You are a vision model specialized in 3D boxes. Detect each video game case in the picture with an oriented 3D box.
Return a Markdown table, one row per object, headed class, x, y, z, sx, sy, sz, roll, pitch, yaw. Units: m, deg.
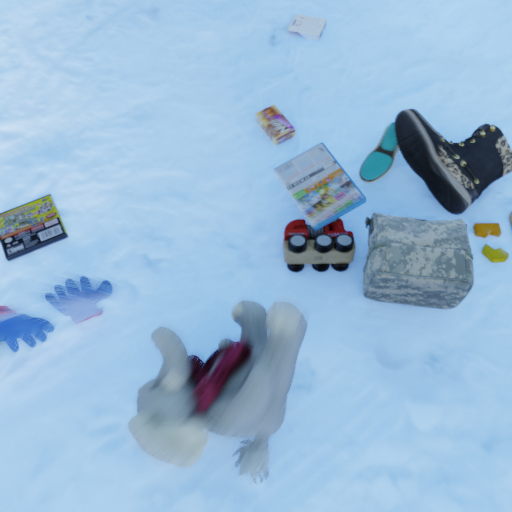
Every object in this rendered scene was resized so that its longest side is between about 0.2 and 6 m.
| class | x | y | z | sx | sy | sz | roll | pitch | yaw |
| --- | --- | --- | --- | --- | --- | --- | --- | --- | --- |
| video game case | 1.281 | -1.450 | 11.484 | 1.218 | 0.152 | 1.702 | -29 | 62 | -5 |
| video game case | -4.768 | -0.614 | 11.815 | 1.297 | 0.165 | 1.172 | -24 | 63 | -13 |

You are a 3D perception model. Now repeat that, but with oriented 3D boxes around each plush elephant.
| class | x | y | z | sx | sy | sz | roll | pitch | yaw |
| --- | --- | --- | --- | --- | --- | --- | --- | --- | --- |
| plush elephant | -0.823 | 2.043 | 8.841 | 2.350 | 2.499 | 3.035 | 6 | 92 | -17 |

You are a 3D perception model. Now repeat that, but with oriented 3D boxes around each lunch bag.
| class | x | y | z | sx | sy | sz | roll | pitch | yaw |
| --- | --- | --- | --- | --- | --- | --- | --- | --- | --- |
| lunch bag | 3.083 | -0.013 | 10.736 | 1.999 | 1.393 | 1.677 | 6 | 63 | 4 |

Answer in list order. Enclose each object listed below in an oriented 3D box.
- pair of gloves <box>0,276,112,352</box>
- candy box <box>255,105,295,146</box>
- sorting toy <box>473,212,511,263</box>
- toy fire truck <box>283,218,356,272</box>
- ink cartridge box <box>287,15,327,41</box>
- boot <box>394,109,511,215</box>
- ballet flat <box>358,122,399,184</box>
| class | x | y | z | sx | sy | sz | roll | pitch | yaw |
| --- | --- | --- | --- | --- | --- | --- | --- | --- | --- |
| pair of gloves | -3.614 | 1.046 | 9.744 | 2.376 | 1.910 | 0.271 | -21 | 70 | -12 |
| candy box | 0.445 | -3.087 | 13.192 | 0.550 | 0.266 | 0.942 | -28 | 62 | -11 |
| sorting toy | 5.890 | -0.170 | 11.445 | 2.573 | 0.344 | 1.917 | -1 | 60 | 0 |
| toy fire truck | 1.243 | -0.593 | 11.421 | 1.406 | 1.028 | 1.597 | -1 | 48 | 0 |
| ink cartridge box | 1.363 | -6.130 | 15.039 | 0.907 | 0.214 | 0.726 | 14 | 61 | 15 |
| boot | 4.247 | -2.307 | 11.939 | 1.865 | 0.906 | 2.476 | -31 | 82 | -19 |
| ballet flat | 2.835 | -2.190 | 12.499 | 0.626 | 0.626 | 1.804 | 30 | 71 | 16 |
